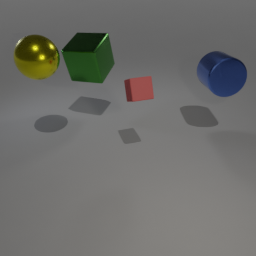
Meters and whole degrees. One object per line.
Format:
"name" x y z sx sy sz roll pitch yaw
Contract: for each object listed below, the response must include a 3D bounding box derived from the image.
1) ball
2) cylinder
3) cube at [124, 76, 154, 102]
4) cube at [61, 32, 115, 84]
"ball" -2.879 -2.230 8.881 1.400 1.400 1.400 0 30 0
"cylinder" 3.413 -2.013 10.329 1.400 1.400 1.400 -2 25 -4
"cube" 0.336 -1.211 8.753 0.700 0.700 0.700 -10 8 -14
"cube" -1.503 -2.746 10.936 1.400 1.400 1.400 8 48 19
